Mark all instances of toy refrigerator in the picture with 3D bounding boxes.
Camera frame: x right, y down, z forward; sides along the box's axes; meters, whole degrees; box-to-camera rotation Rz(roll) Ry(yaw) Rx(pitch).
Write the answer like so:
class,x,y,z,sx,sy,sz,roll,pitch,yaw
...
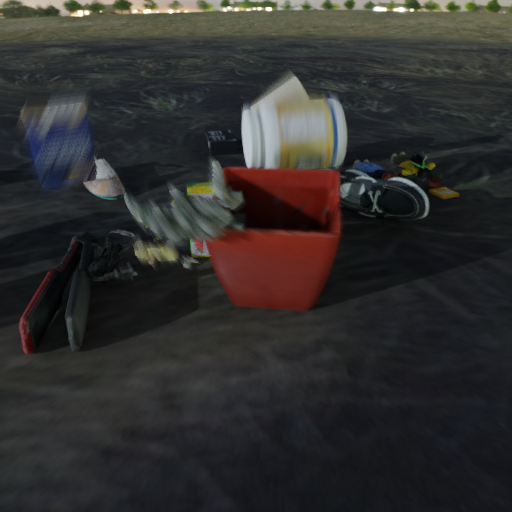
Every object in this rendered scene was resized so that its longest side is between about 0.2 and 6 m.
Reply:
class,x,y,z,sx,sy,sz,roll,pitch,yaw
toy refrigerator,0.540,-3.575,13.077,1.271,0.483,0.445,-33,41,11

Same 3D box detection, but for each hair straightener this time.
class,x,y,z,sx,sy,sz,roll,pitch,yaw
hair straightener,-2.735,0.412,9.597,1.443,0.767,3.750,-1,23,-2

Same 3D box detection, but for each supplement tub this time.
class,x,y,z,sx,sy,sz,roll,pitch,yaw
supplement tub,0.780,-2.540,11.911,2.002,1.448,1.448,-6,28,-8

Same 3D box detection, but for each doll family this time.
class,x,y,z,sx,sy,sz,roll,pitch,yaw
doll family,3.580,-2.034,13.966,2.432,0.954,1.406,-17,33,-13

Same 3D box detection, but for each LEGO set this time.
class,x,y,z,sx,sy,sz,roll,pitch,yaw
LEGO set,-0.968,-0.315,7.828,1.657,2.551,0.723,2,62,-5

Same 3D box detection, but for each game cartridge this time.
class,x,y,z,sx,sy,sz,roll,pitch,yaw
game cartridge,4.656,-1.569,13.901,0.491,0.090,0.557,-11,29,-21

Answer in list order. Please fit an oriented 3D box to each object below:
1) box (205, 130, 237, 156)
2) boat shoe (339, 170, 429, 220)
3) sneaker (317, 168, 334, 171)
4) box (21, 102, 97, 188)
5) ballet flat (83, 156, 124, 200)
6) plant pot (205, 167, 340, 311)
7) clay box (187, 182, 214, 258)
class,x,y,z,sx,sy,sz,roll,pitch,yaw
box,-1.082,-3.482,17.191,0.844,0.472,1.196,-8,28,-8
boat shoe,2.590,-1.291,12.509,0.800,1.003,2.653,-20,24,-31
sneaker,0.931,-1.701,13.359,2.288,0.817,0.914,-21,38,-32
box,-3.022,-1.643,8.767,0.909,1.501,0.243,-13,51,-16
ballet flat,-4.060,-2.110,14.181,0.805,0.796,2.366,-20,33,-33
plant pot,0.332,-0.210,9.275,2.010,1.771,2.008,3,36,7
clay box,-0.102,-0.758,10.915,2.413,1.387,0.574,-4,28,-9
